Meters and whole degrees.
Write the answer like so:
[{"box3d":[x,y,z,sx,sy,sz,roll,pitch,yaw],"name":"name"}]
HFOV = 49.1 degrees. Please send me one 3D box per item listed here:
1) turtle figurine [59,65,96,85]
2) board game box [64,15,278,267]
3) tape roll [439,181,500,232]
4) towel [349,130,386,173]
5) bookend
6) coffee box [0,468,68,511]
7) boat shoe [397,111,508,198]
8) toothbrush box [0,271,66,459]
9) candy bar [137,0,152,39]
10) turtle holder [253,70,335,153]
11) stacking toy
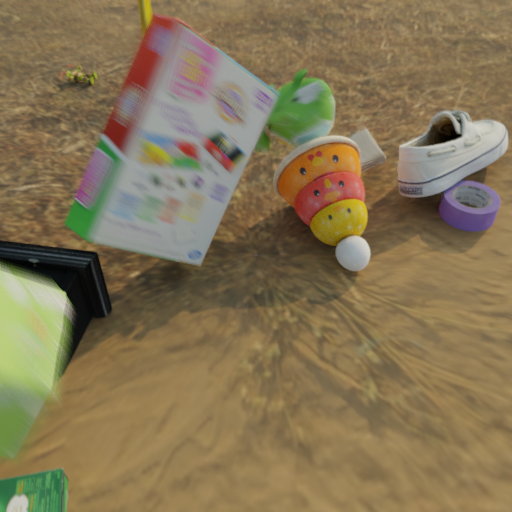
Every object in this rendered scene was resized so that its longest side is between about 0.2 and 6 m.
[{"box3d":[-4.043,-4.056,12.705,0.718,0.287,0.891,10,35,0],"name":"turtle figurine"},{"box3d":[-1.013,-1.336,7.395,0.556,2.760,2.111,29,7,35],"name":"board game box"},{"box3d":[3.490,-0.823,9.182,0.892,0.379,0.892,0,44,0],"name":"tape roll"},{"box3d":[1.830,-1.831,10.059,0.764,0.199,1.153,-26,36,12],"name":"towel"},{"box3d":[-3.383,1.006,6.686,2.416,1.120,2.431,7,44,8],"name":"bookend"},{"box3d":[-2.595,2.658,5.512,1.393,0.306,0.857,-8,43,-9],"name":"coffee box"},{"box3d":[3.426,-2.010,9.723,2.959,1.033,1.049,-29,28,-31],"name":"boat shoe"},{"box3d":[-3.010,0.727,5.120,2.170,0.934,1.580,24,21,-25],"name":"toothbrush box"},{"box3d":[-1.756,-3.621,8.984,0.156,1.407,0.351,-2,10,16],"name":"candy bar"},{"box3d":[0.616,-2.084,8.713,1.024,0.957,1.348,32,74,35],"name":"turtle holder"},{"box3d":[1.248,-0.679,8.576,1.481,1.481,2.027,-14,62,-15],"name":"stacking toy"}]
